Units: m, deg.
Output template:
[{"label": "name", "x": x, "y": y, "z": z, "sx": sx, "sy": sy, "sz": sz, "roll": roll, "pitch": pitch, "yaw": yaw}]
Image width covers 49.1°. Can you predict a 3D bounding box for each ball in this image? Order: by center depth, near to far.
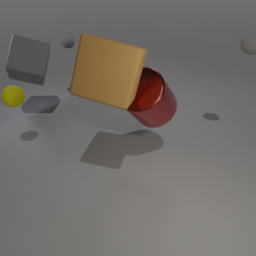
[{"label": "ball", "x": -3.655, "y": -0.999, "z": 8.928, "sx": 0.700, "sy": 0.700, "sz": 0.700, "roll": 0, "pitch": 29, "yaw": 0}, {"label": "ball", "x": 3.976, "y": -2.690, "z": 8.966, "sx": 0.700, "sy": 0.700, "sz": 0.700, "roll": 0, "pitch": 29, "yaw": 0}, {"label": "ball", "x": -2.710, "y": -3.922, "z": 12.521, "sx": 0.700, "sy": 0.700, "sz": 0.700, "roll": 0, "pitch": 29, "yaw": 0}]

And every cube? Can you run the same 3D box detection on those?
[{"label": "cube", "x": -0.428, "y": -1.407, "z": 6.851, "sx": 1.400, "sy": 1.400, "sz": 1.400, "roll": 16, "pitch": 17, "yaw": 4}, {"label": "cube", "x": -3.974, "y": -2.667, "z": 11.243, "sx": 1.400, "sy": 1.400, "sz": 1.400, "roll": 11, "pitch": -9, "yaw": -16}]

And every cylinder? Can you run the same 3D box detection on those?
[{"label": "cylinder", "x": 0.615, "y": -0.872, "z": 8.380, "sx": 1.400, "sy": 1.400, "sz": 1.400, "roll": 18, "pitch": -9, "yaw": 30}]
